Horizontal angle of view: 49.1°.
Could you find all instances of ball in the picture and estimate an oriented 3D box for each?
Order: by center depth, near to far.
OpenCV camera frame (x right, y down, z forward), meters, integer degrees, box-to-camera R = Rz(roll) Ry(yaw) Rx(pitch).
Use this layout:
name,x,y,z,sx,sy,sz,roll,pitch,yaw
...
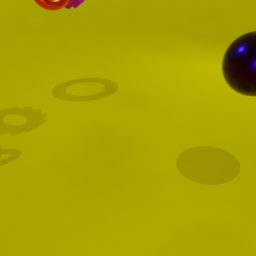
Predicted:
name,x,y,z,sx,sy,sz,roll,pitch,yaw
ball,2.503,-1.250,5.501,1.264,1.264,1.264,0,31,0

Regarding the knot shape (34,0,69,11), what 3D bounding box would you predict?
name,x,y,z,sx,sy,sz,roll,pitch,yaw
knot shape,-1.729,-2.887,5.196,1.305,0.603,1.221,59,13,18

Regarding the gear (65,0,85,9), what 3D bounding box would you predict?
name,x,y,z,sx,sy,sz,roll,pitch,yaw
gear,-1.697,-3.726,6.787,1.635,1.635,0.302,26,64,36
